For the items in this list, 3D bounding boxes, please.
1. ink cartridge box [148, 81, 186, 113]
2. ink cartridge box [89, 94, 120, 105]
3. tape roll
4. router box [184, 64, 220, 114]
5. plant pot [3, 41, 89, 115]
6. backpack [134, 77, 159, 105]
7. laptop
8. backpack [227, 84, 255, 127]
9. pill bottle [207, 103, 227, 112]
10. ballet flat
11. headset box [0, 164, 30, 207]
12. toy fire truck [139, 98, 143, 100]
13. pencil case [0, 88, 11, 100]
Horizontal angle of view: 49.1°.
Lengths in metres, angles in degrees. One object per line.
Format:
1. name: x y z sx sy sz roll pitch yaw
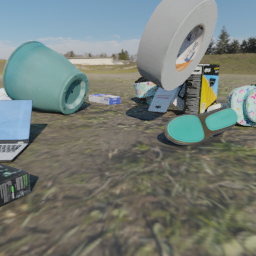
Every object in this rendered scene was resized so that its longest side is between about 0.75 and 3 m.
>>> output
1. ink cartridge box: 2.138 -1.691 13.145 0.865 2.551 1.480 32 -10 -29
2. ink cartridge box: -1.349 -1.645 15.914 0.855 0.402 1.818 -12 18 -43
3. tape roll: 1.469 -2.504 8.219 0.910 2.754 2.754 35 29 24
4. router box: 3.227 -1.641 12.109 0.755 2.205 2.956 9 16 28
5. plant pot: -3.420 -2.033 12.599 2.793 2.973 2.973 25 22 18
6. backpack: 1.467 -2.182 15.269 2.243 1.688 1.991 -9 15 -4
7. laptop: -3.801 0.007 7.501 1.994 1.234 2.130 -1 14 -2
8. backpack: 4.559 -0.816 10.171 1.762 1.564 1.326 -2 6 7
9. pill bottle: 3.864 -0.670 11.403 1.196 0.683 0.683 -7 16 -26
10. ballet flat: 2.103 -0.001 8.522 2.722 0.994 0.994 -14 18 -25
11. headset box: -2.352 1.025 5.009 0.825 0.440 0.948 8 15 30
12. toy fire truck: 1.186 -2.387 17.152 0.832 1.245 1.483 5 15 21
13. pencil case: -6.186 -1.452 14.027 0.862 0.941 2.075 -9 16 -28
